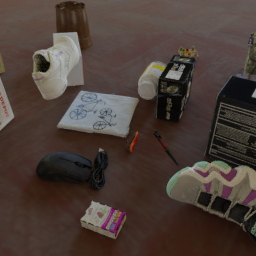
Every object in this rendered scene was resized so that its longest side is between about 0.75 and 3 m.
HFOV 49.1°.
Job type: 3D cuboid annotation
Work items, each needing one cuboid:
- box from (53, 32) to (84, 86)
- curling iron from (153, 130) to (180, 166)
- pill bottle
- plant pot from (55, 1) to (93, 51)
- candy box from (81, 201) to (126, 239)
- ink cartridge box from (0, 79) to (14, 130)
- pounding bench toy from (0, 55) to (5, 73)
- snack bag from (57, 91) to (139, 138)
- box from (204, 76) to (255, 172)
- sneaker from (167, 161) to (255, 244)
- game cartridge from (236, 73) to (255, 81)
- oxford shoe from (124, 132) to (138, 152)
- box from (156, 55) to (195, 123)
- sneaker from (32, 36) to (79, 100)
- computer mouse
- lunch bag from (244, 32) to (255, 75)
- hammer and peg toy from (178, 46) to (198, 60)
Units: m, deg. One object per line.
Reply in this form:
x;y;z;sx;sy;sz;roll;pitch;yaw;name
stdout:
-2.457;-2.849;11.498;1.029;1.313;2.110;-7;45;-11;box
0.924;0.494;6.839;0.134;0.260;1.047;-32;84;-7;curling iron
0.938;-1.773;10.581;0.934;0.934;1.668;12;39;15;pill bottle
-2.778;-5.142;14.037;1.967;1.947;1.967;0;40;0;plant pot
-0.545;2.045;6.274;0.855;0.261;0.583;15;41;18;candy box
-4.783;-0.426;7.903;1.218;2.110;2.889;9;39;15;ink cartridge box
-6.248;-3.267;11.736;1.154;1.857;1.449;-30;48;-33;pounding bench toy
-0.908;-0.534;9.569;2.358;0.252;2.223;7;39;10;snack bag
3.348;0.014;7.366;2.107;2.090;1.298;22;43;25;box
2.419;1.767;5.897;2.996;1.164;2.095;-2;37;-2;sneaker
5.197;-1.511;10.332;2.482;0.476;1.609;7;34;26;game cartridge
0.110;0.376;8.392;0.294;0.288;0.810;7;38;17;oxford shoe
1.641;-1.375;9.577;0.817;1.554;1.898;14;40;17;box
-2.374;-2.281;9.223;1.014;1.349;2.708;-6;53;17;sneaker
-1.518;0.965;7.450;1.914;0.505;1.326;2;39;2;computer mouse
5.864;-2.874;11.271;2.149;1.802;1.497;16;41;19;lunch bag
2.862;-3.653;13.393;0.864;0.414;1.174;-1;38;-1;hammer and peg toy
